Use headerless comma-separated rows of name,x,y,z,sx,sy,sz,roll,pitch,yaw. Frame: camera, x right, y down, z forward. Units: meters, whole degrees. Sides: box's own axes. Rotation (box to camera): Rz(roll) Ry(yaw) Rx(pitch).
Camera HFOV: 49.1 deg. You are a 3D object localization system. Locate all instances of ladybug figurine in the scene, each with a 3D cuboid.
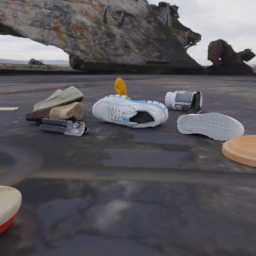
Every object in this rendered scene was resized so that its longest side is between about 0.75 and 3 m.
ladybug figurine,-1.998,1.151,3.460,0.991,0.525,1.460,12,18,41

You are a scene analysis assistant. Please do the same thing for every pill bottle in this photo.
pill bottle,2.540,-1.241,12.805,1.527,0.885,0.885,8,15,26

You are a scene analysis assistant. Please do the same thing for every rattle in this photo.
rattle,0.285,-1.202,11.455,1.418,1.555,2.177,12,3,-22

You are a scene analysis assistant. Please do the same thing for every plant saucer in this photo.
plant saucer,3.288,0.508,6.667,1.977,0.319,1.977,1,13,0

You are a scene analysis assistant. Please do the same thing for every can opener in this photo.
can opener,-1.998,0.009,8.859,1.646,0.439,0.550,6,-18,27

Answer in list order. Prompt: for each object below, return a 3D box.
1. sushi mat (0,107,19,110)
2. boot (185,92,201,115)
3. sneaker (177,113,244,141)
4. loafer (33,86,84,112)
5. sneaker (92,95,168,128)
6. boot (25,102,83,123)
sushi mat,-5.766,-0.895,13.119,1.153,0.070,0.552,0,12,1
boot,2.658,-0.949,11.437,0.530,0.946,1.367,6,15,24
sneaker,2.513,-0.107,8.389,0.825,0.783,2.049,-3,11,-45
loafer,-2.882,-1.106,11.425,2.154,0.735,0.815,-23,-17,-28
sneaker,-0.071,-0.516,9.637,2.748,1.030,1.191,4,19,18
boot,-2.661,-0.566,10.402,1.598,0.695,1.921,-1,8,14
